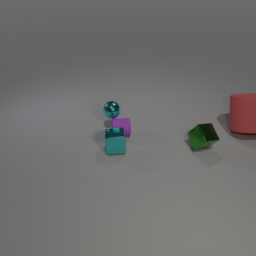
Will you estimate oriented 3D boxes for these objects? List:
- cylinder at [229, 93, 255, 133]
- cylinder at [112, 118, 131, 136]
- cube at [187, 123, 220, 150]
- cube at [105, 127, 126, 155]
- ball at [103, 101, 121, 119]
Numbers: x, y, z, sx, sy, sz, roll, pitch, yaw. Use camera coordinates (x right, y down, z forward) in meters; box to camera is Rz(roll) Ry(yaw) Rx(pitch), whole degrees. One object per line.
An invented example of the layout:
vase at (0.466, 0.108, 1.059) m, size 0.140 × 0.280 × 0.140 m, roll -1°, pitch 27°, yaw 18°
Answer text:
cylinder at (4.691, -0.603, 10.879) m, size 1.400 × 1.400 × 1.400 m, roll -2°, pitch 10°, yaw 0°
cylinder at (-0.265, -0.029, 10.957) m, size 0.700 × 0.700 × 0.700 m, roll -4°, pitch 32°, yaw -5°
cube at (2.698, 0.305, 10.079) m, size 0.700 × 0.700 × 0.700 m, roll -5°, pitch 63°, yaw -31°
cube at (-0.449, 0.465, 10.080) m, size 0.700 × 0.700 × 0.700 m, roll -6°, pitch 28°, yaw 0°
ball at (-0.636, -0.711, 10.979) m, size 0.700 × 0.700 × 0.700 m, roll 0°, pitch 32°, yaw 0°
